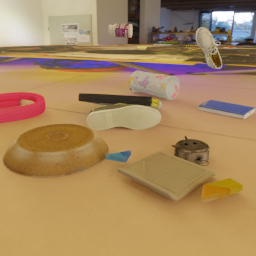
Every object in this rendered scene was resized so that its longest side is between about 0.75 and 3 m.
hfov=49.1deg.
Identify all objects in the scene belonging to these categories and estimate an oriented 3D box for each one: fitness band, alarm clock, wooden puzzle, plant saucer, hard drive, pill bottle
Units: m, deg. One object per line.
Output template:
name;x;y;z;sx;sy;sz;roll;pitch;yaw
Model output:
fitness band;-4.471;-0.712;9.983;2.963;0.555;2.128;-12;26;-27
alarm clock;1.568;0.584;6.634;0.823;0.406;1.220;-4;23;-11
wooden puzzle;0.820;0.962;5.793;1.717;0.298;2.546;-10;23;-37
plant saucer;-1.773;0.391;7.025;2.575;0.456;2.575;0;20;0
hard drive;3.631;-0.714;10.339;1.697;0.215;1.120;17;26;37
pill bottle;-0.291;-3.751;10.763;0.887;0.498;0.498;5;21;7

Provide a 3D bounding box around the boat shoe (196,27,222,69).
boat shoe;2.898;-2.726;9.745;0.600;1.624;0.693;-32;30;-1

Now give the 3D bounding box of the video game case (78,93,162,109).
video game case;-0.161;-0.917;9.810;2.433;0.310;2.198;5;2;15

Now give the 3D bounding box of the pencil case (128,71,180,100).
pencil case;1.117;-1.936;12.523;1.098;1.006;2.421;-36;37;-31

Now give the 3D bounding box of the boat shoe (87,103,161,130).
boat shoe;-0.122;-0.392;8.635;2.247;0.803;0.672;-3;26;2
